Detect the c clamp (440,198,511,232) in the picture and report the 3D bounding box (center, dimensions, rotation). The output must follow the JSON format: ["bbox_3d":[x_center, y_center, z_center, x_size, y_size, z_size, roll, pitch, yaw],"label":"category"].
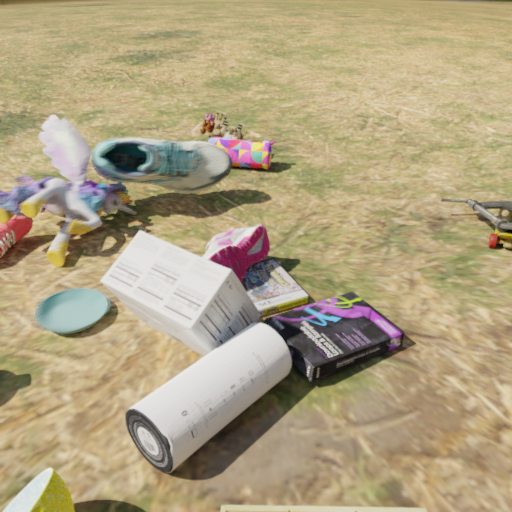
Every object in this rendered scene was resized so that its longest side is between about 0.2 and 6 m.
[{"bbox_3d":[5.051,-0.862,11.719,1.652,0.262,1.934,-3,23,-10],"label":"c clamp"}]

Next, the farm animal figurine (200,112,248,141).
[{"bbox_3d":[-0.980,-3.615,16.461,1.424,0.751,1.440,21,28,10],"label":"farm animal figurine"}]

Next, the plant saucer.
[{"bbox_3d":[-3.089,0.958,9.421,1.160,0.209,1.160,2,32,-1],"label":"plant saucer"}]

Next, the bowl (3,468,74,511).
[{"bbox_3d":[-2.258,2.928,5.576,0.741,1.376,1.376,45,35,-10],"label":"bowl"}]

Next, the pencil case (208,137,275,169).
[{"bbox_3d":[-0.417,-2.747,14.930,1.811,0.801,0.801,6,32,8],"label":"pencil case"}]

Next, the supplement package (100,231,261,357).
[{"bbox_3d":[-1.104,0.651,8.497,1.850,1.441,1.026,23,68,31],"label":"supplement package"}]

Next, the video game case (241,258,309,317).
[{"bbox_3d":[0.046,0.571,10.086,1.300,0.183,1.438,-14,34,-21],"label":"video game case"}]

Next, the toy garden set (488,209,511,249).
[{"bbox_3d":[6.128,-0.706,11.817,2.245,0.537,2.693,10,33,16],"label":"toy garden set"}]

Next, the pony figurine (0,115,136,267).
[{"bbox_3d":[-4.075,-1.274,11.718,2.606,2.248,2.699,38,33,-1],"label":"pony figurine"}]

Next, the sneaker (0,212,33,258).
[{"bbox_3d":[-5.169,-0.169,11.000,0.849,0.721,1.956,35,48,25],"label":"sneaker"}]

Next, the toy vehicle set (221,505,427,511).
[{"bbox_3d":[0.732,3.240,5.630,2.283,0.303,1.419,1,32,1],"label":"toy vehicle set"}]

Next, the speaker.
[{"bbox_3d":[-0.545,1.783,7.419,0.920,0.920,2.265,25,40,34],"label":"speaker"}]

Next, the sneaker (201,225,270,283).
[{"bbox_3d":[-0.558,0.042,10.131,0.846,0.781,1.919,0,22,36],"label":"sneaker"}]

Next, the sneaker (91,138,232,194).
[{"bbox_3d":[-2.052,-1.990,12.280,3.103,1.204,1.339,-1,4,-8],"label":"sneaker"}]

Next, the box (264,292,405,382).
[{"bbox_3d":[1.212,1.200,8.800,1.830,0.330,1.308,-15,36,-29],"label":"box"}]
